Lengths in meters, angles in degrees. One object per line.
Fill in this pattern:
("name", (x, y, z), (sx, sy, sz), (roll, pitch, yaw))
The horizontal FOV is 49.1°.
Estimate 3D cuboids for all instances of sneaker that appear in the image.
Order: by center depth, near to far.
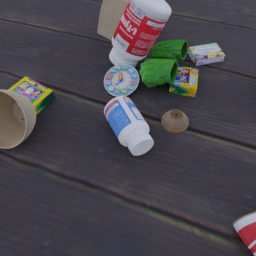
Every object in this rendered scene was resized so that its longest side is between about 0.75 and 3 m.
("sneaker", (4.405, 2.847, 7.671), (2.579, 0.919, 1.451), (-18, 50, -5))

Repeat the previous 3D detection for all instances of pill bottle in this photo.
("pill bottle", (0.040, -0.065, 9.832), (1.145, 1.145, 2.041), (-20, 54, -15))
("pill bottle", (0.357, -3.914, 11.539), (1.665, 2.967, 1.665), (18, 42, -17))

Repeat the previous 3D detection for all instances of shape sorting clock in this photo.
("shape sorting clock", (-0.277, -1.985, 11.583), (1.493, 0.293, 1.493), (-5, 71, 14))

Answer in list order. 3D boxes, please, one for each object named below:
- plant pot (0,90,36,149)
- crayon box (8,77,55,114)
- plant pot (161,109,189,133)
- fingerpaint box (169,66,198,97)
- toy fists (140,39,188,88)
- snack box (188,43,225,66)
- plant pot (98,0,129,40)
("plant pot", (-4.051, -0.439, 9.851), (2.000, 2.000, 1.343), (15, 19, 11))
("crayon box", (-3.979, -1.246, 11.188), (1.565, 0.456, 1.350), (28, 58, 20))
("plant pot", (1.781, -0.346, 10.471), (1.043, 0.481, 1.043), (0, 53, 0))
("fingerpaint box", (2.352, -1.988, 11.762), (1.084, 0.477, 1.299), (10, 52, 8))
("toy fists", (1.497, -2.799, 11.953), (1.484, 1.001, 2.911), (9, 51, 25))
("snack box", (3.609, -3.418, 12.951), (1.393, 0.369, 0.991), (-11, 53, -9))
("plant pot", (0.054, -5.644, 13.601), (2.393, 2.119, 2.390), (33, 59, 24))
